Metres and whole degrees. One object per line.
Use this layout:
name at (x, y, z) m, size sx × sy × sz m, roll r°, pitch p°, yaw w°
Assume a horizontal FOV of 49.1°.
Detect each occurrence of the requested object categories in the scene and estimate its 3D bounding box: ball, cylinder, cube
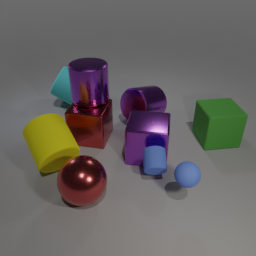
ball at (1.582, 1.236, 7.438) m, size 0.700 × 0.700 × 0.700 m, roll 0°, pitch 32°, yaw 0°
cylinder at (-2.553, -1.837, 12.635) m, size 1.400 × 1.400 × 1.400 m, roll 29°, pitch 31°, yaw -12°
cylinder at (0.818, 0.995, 8.557) m, size 0.700 × 0.700 × 0.700 m, roll -1°, pitch 62°, yaw -1°
cylinder at (-1.406, -1.676, 10.190) m, size 1.400 × 1.400 × 1.400 m, roll 0°, pitch 32°, yaw 0°
cube at (0.692, 0.356, 9.634) m, size 1.400 × 1.400 × 1.400 m, roll 5°, pitch 33°, yaw 8°
cube at (3.361, -0.175, 10.470) m, size 1.400 × 1.400 × 1.400 m, roll -4°, pitch 33°, yaw -7°
cylinder at (0.640, -0.995, 11.467) m, size 1.400 × 1.400 × 1.400 m, roll 27°, pitch 28°, yaw 35°
cube at (-1.417, -0.244, 10.577) m, size 1.400 × 1.400 × 1.400 m, roll 6°, pitch 33°, yaw 10°
ball at (-1.282, 1.469, 7.876) m, size 1.400 × 1.400 × 1.400 m, roll 0°, pitch 32°, yaw 0°
cylinder at (-2.462, 0.484, 9.026) m, size 1.400 × 1.400 × 1.400 m, roll -20°, pitch 63°, yaw -28°
